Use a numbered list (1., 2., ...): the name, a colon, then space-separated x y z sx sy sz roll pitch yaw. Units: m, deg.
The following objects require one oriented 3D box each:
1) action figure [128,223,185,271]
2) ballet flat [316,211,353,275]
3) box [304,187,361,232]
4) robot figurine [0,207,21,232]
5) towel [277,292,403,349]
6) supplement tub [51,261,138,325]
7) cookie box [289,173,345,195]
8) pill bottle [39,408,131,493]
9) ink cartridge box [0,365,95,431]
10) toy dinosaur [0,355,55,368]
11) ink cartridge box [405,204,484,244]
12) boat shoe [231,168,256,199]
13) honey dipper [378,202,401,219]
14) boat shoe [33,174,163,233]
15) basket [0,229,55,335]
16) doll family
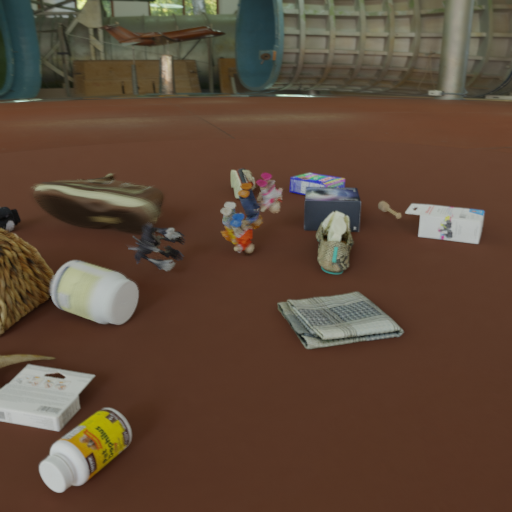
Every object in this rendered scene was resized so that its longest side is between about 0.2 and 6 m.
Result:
1. action figure: -1.645 -0.174 9.777 0.652 0.759 1.277 19 10 20
2. ballet flat: 1.535 -0.389 10.725 0.746 0.828 2.200 9 21 4
3. box: 1.715 -1.078 12.699 1.230 0.758 1.220 2 22 5
4. robot figurine: -5.601 -0.762 12.094 0.906 0.681 0.565 -20 50 -43
5. towel: 1.162 0.875 8.179 1.463 0.253 1.408 -6 21 -14
6. supplement tub: -2.365 0.550 8.232 1.071 0.776 0.776 15 25 23
7. cookie box: 1.683 -1.943 15.429 1.178 0.443 1.008 17 25 36
8. pill bottle: -1.610 1.837 5.302 0.455 0.455 0.834 11 23 27
9. ink cartridge box: -2.415 1.587 6.329 0.923 0.206 0.813 6 22 13
10. toy dinosaur: -3.279 1.330 6.645 1.673 0.487 0.846 -7 20 -19
11. ink cartridge box: 4.023 -0.711 12.024 1.537 0.521 0.885 9 22 23
12. boat shoe: -0.328 -2.014 15.357 0.628 0.715 2.008 0 16 -7
13. honey dipper: 3.017 -1.008 12.604 0.201 0.201 1.056 -3 20 -8
14. boat shoe: -3.403 -1.257 12.352 2.975 1.099 1.101 13 54 15
15. basket: -4.336 0.091 8.399 2.186 1.560 1.629 5 22 13
16. doll family: -0.182 -0.795 11.029 0.800 1.102 1.776 16 58 28
